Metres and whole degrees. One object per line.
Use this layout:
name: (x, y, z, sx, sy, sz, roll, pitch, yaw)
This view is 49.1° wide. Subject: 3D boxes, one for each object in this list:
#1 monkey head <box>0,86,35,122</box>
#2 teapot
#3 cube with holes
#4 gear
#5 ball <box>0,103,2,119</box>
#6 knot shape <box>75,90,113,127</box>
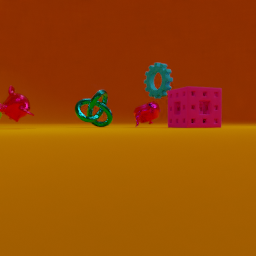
monkey head: (-2.878, -0.583, 7.034, 0.672, 1.116, 0.803, -42, -19, 3)
teapot: (0.715, -0.514, 10.592, 1.016, 0.800, 1.634, -13, 10, 45)
cube with holes: (2.117, -0.625, 9.035, 1.223, 1.223, 1.223, 0, 1, -20)
gear: (1.053, -1.670, 9.920, 0.228, 1.232, 1.232, -5, 3, -37)
ball: (-4.979, -0.612, 9.690, 1.172, 1.172, 1.172, 0, 1, 0)
knot shape: (-1.179, -0.613, 9.469, 1.255, 1.341, 0.620, -8, 17, -27)
